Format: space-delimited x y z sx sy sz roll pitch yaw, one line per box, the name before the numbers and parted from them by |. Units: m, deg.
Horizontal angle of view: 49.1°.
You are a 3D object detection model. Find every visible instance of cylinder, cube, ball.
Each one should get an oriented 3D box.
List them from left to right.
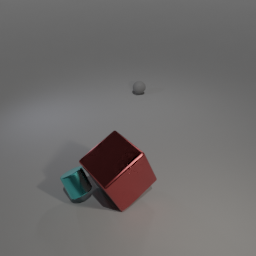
cylinder | -1.499 1.577 8.111 0.700 0.700 0.700 -25 9 4
cube | -0.267 1.220 8.048 1.400 1.400 1.400 -41 46 -14
ball | 0.606 -2.204 15.169 0.700 0.700 0.700 0 30 0
